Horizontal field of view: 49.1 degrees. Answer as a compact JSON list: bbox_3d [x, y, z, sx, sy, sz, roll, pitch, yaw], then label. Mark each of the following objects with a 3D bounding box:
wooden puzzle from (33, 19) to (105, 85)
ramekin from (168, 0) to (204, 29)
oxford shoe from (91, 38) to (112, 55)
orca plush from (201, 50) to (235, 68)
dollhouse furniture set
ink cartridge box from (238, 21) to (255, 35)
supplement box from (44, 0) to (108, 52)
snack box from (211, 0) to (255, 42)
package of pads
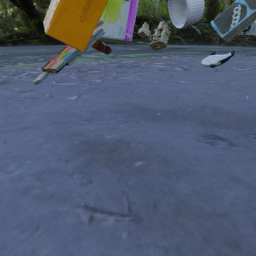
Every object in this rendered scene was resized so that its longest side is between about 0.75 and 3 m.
[{"bbox_3d":[-1.514,-2.068,7.562,2.686,0.189,1.593,-47,29,-14],"label":"wooden puzzle"},{"bbox_3d":[2.153,-4.472,10.263,0.776,1.478,1.478,-16,23,-12],"label":"ramekin"},{"bbox_3d":[-1.275,-3.426,11.484,1.315,0.466,0.485,28,7,-46],"label":"oxford shoe"},{"bbox_3d":[2.794,-2.088,8.597,0.997,0.524,0.354,-26,-29,28],"label":"orca plush"},{"bbox_3d":[1.180,-4.018,11.162,1.153,1.303,0.725,34,-23,-35],"label":"dollhouse furniture set"},{"bbox_3d":[3.371,-3.108,8.548,1.003,0.416,0.735,-9,32,-29],"label":"ink cartridge box"},{"bbox_3d":[-1.050,-2.354,5.394,0.745,1.276,2.026,21,16,-25],"label":"supplement box"},{"bbox_3d":[3.302,-3.158,6.609,2.703,0.501,1.570,-38,-5,26],"label":"snack box"},{"bbox_3d":[-0.444,-4.210,10.397,1.434,1.856,0.633,0,23,-23],"label":"package of pads"}]
